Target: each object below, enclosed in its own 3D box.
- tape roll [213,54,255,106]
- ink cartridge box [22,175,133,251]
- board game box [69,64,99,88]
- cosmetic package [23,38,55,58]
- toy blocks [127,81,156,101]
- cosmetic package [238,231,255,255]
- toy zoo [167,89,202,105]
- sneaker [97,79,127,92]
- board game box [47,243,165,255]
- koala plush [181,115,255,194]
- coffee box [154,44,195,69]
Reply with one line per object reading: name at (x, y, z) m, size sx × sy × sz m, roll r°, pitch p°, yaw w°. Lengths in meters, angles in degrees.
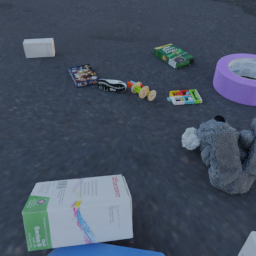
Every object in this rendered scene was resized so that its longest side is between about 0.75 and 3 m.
tape roll at (4.159, -1.712, 9.599) m, size 2.304 × 0.756 × 2.304 m, roll -1°, pitch 40°, yaw 0°
ink cartridge box at (-0.883, 1.525, 5.321) m, size 1.830 × 0.801 × 1.330 m, roll -7°, pitch 11°, yaw -7°
board game box at (-1.639, -1.928, 10.267) m, size 0.819 × 0.209 × 1.209 m, roll -15°, pitch 42°, yaw -17°
cosmetic package at (-3.660, -3.303, 11.569) m, size 1.167 × 0.658 × 0.473 m, roll -2°, pitch 40°, yaw -6°
toy blocks at (0.304, -1.321, 9.194) m, size 1.044 × 0.379 × 0.870 m, roll 37°, pitch 17°, yaw 35°
cosmetic package at (2.259, 2.864, 3.639) m, size 1.041 × 1.448 × 2.566 m, roll 1°, pitch 39°, yaw 0°
toy zoo at (1.818, -1.017, 9.238) m, size 1.080 × 0.110 × 0.708 m, roll -4°, pitch 38°, yaw -4°
sneaker at (-0.549, -1.476, 9.674) m, size 1.083 × 0.399 × 0.433 m, roll 14°, pitch 27°, yaw 11°
board game box at (-0.411, 2.914, 4.341) m, size 2.576 × 0.502 × 2.036 m, roll 3°, pitch 44°, yaw 12°
koala plush at (2.226, 0.414, 6.723) m, size 1.708 × 1.770 × 1.926 m, roll -6°, pitch 19°, yaw -12°
coffee box at (1.845, -2.926, 11.357) m, size 0.932 × 0.333 × 1.515 m, roll -21°, pitch 44°, yaw -23°
